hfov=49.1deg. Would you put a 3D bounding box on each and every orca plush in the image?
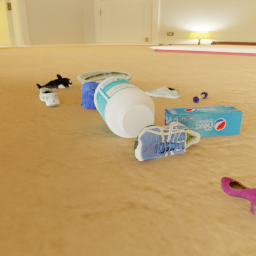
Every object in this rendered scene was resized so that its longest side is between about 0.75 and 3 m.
[{"bbox_3d":[-3.892,-2.529,15.018,2.138,0.760,1.125,-15,21,-38],"label":"orca plush"}]

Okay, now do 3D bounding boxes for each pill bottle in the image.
[{"bbox_3d":[-0.114,-0.671,9.205,1.586,1.586,2.863,-6,23,-15],"label":"pill bottle"}]

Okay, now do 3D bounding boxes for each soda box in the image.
[{"bbox_3d":[2.393,-0.212,9.057,2.373,0.805,0.761,-3,21,-9],"label":"soda box"}]

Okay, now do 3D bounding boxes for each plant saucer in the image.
[{"bbox_3d":[-1.237,-2.477,15.056,2.883,0.724,2.883,0,23,0],"label":"plant saucer"}]

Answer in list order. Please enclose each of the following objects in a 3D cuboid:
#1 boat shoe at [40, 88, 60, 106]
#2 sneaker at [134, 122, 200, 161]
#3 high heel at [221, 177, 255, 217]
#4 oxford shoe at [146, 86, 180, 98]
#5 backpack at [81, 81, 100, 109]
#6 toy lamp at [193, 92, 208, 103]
[{"bbox_3d":[-3.567,-1.509,12.681,0.732,0.636,1.985,-9,24,-23],"label":"boat shoe"},{"bbox_3d":[1.071,0.329,7.566,2.270,0.859,0.874,-21,25,-40],"label":"sneaker"},{"bbox_3d":[2.352,1.169,5.650,0.457,0.652,1.357,-7,22,-18],"label":"high heel"},{"bbox_3d":[1.705,-1.774,13.624,1.740,0.503,0.654,7,25,24],"label":"oxford shoe"},{"bbox_3d":[-1.421,-1.393,11.773,0.882,1.085,0.911,-16,26,-38],"label":"backpack"},{"bbox_3d":[3.390,-1.453,12.994,0.351,0.351,1.205,15,24,34],"label":"toy lamp"}]
